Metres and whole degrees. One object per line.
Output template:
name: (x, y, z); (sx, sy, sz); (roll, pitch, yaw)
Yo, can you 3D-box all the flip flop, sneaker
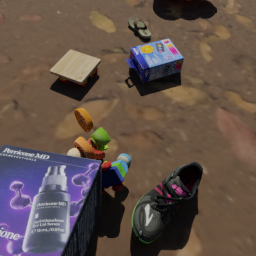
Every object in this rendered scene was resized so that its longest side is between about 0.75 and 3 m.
flip flop: (0.413, -3.444, 9.494); (0.478, 0.339, 1.178); (-22, 56, -15)
sneaker: (0.796, 1.351, 5.566); (0.770, 0.841, 2.008); (38, 62, 12)

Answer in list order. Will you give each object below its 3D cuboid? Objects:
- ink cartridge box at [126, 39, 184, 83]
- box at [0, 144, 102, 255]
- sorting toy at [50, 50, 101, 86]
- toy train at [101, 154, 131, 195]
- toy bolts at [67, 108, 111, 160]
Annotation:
ink cartridge box: (0.713, -1.973, 8.265); (1.520, 0.580, 1.037); (-19, 55, -11)
box: (-1.709, 1.676, 4.456); (2.025, 1.428, 2.737); (8, 32, 6)
sorting toy: (-1.501, -1.698, 8.170); (1.065, 0.373, 1.071); (22, 56, 16)
toy train: (-0.618, 1.004, 5.987); (1.428, 0.604, 0.826); (-22, 12, 31)
toy bolts: (-1.067, 0.366, 6.035); (0.890, 1.283, 1.226); (-32, 69, -23)
